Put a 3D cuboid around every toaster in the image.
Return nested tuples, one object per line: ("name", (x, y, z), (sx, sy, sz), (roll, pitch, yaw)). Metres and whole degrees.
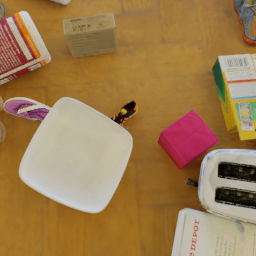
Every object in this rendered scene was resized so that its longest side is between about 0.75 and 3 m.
("toaster", (2.793, 1.332, 6.598), (2.995, 1.934, 1.702), (7, 82, 17))

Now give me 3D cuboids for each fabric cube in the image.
("fabric cube", (1.619, 0.358, 7.739), (1.099, 1.082, 1.103), (-35, 76, -11))

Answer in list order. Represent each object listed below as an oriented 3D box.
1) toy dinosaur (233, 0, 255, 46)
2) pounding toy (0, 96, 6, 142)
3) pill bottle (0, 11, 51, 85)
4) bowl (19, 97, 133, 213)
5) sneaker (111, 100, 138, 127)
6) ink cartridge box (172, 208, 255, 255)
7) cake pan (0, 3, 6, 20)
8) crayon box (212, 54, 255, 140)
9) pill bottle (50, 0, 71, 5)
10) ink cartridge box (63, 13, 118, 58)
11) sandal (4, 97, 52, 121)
("toy dinosaur", (4.061, -3.888, 9.445), (1.254, 2.389, 2.168), (4, 103, -21))
("pounding toy", (-4.257, 0.055, 8.139), (2.094, 1.201, 1.197), (-35, 103, -2))
("pill bottle", (-3.938, -2.134, 8.282), (2.885, 1.630, 1.630), (-27, 74, -9))
("bowl", (-1.332, 0.756, 7.354), (2.466, 0.922, 2.469), (31, 68, -17))
("sneaker", (-0.216, -0.339, 8.234), (0.450, 0.578, 1.285), (42, 76, 13))
("ink cartridge box", (2.381, 3.185, 6.782), (2.571, 1.088, 1.858), (13, 72, 3))
("cake pan", (-4.843, -4.009, 9.660), (1.153, 0.212, 1.153), (0, 71, 0))
("crayon box", (3.671, -0.877, 8.292), (1.702, 0.698, 2.708), (-5, 68, -3))
("pill bottle", (-2.843, -4.959, 9.548), (1.789, 1.019, 1.019), (18, 72, 6))
("ink cartridge box", (-1.127, -2.846, 8.720), (1.521, 1.253, 0.571), (-9, 72, -3))
("sandal", (-2.718, -0.447, 8.030), (1.651, 0.672, 0.406), (13, 35, -14))
